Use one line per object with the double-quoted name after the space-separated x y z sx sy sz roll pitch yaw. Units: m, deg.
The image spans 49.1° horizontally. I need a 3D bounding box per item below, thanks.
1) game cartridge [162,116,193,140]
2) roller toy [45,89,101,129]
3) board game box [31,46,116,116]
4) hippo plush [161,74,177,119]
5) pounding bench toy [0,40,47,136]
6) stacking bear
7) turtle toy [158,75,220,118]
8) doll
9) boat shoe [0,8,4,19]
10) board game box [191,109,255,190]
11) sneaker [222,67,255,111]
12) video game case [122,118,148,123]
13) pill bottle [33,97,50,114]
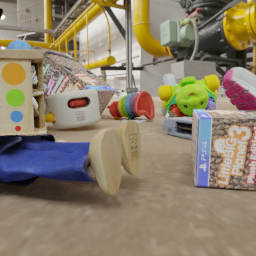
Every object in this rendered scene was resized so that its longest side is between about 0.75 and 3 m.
2.361 0.034 6.744 1.797 0.552 2.700 0 7 -33 "game cartridge"
-1.602 -0.538 8.418 1.476 1.131 1.618 -4 9 24 "roller toy"
-2.358 -1.769 11.310 2.941 1.424 2.344 37 18 11 "board game box"
2.463 -1.429 12.264 1.895 1.878 2.357 -1 7 2 "hippo plush"
-3.134 -0.983 7.353 1.829 2.296 2.944 -2 8 -16 "pounding bench toy"
0.003 -0.783 10.772 1.801 1.024 1.093 -8 -16 42 "stacking bear"
1.866 -0.750 8.305 1.814 1.258 2.490 -11 -16 11 "turtle toy"
-1.333 0.353 3.501 2.923 0.708 1.994 -3 7 22 "doll"
-2.910 -2.252 5.802 0.365 0.364 1.008 -18 42 24 "boat shoe"
1.777 0.231 3.818 1.752 0.849 1.397 2 8 10 "board game box"
3.490 -0.763 6.198 2.968 1.309 1.208 21 1 -12 "sneaker"
0.264 -0.269 10.344 0.742 0.095 0.816 3 9 21 "video game case"
-3.579 -0.942 11.315 1.154 1.154 2.053 3 8 19 "pill bottle"
